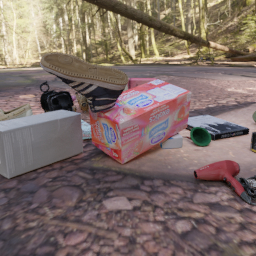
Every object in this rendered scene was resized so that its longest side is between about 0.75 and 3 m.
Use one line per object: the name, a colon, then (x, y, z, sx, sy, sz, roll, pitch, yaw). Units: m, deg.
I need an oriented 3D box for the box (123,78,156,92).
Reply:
box: (0.693, -2.389, 17.416, 2.106, 1.347, 1.147, 0, 16, 0)

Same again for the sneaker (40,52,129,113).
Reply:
sneaker: (-1.190, -1.109, 7.241, 2.191, 1.188, 0.768, 13, 50, -12)

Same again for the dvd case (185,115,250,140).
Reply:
dvd case: (3.329, -0.071, 11.332, 1.779, 0.293, 2.367, -8, 18, -25)

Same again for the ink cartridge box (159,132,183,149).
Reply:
ink cartridge box: (1.383, 0.333, 9.586, 0.702, 0.412, 0.959, -4, 23, -8)

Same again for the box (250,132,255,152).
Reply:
box: (5.599, 0.618, 8.235, 2.322, 0.717, 2.907, -10, 19, -27)

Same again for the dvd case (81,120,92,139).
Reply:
dvd case: (-2.562, 0.028, 10.941, 2.057, 0.310, 2.817, -8, 18, -26)

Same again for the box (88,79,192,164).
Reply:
box: (0.441, -0.331, 8.791, 2.994, 1.417, 1.536, -26, 39, -35)

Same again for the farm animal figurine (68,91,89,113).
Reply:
farm animal figurine: (-2.633, -1.241, 14.201, 2.305, 1.159, 1.861, -20, 6, -42)

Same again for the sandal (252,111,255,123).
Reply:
sandal: (5.693, -0.395, 11.040, 0.678, 0.944, 2.376, 34, 11, -14)

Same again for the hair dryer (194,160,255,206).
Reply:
hair dryer: (2.475, 1.180, 6.676, 1.795, 0.488, 1.367, 7, 19, 26)

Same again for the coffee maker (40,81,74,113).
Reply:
coffee maker: (-3.150, -1.129, 11.935, 1.174, 1.674, 1.743, -45, 22, -18)

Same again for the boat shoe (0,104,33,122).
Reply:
boat shoe: (-5.059, -0.386, 11.181, 2.441, 0.793, 0.881, -16, 22, -17)

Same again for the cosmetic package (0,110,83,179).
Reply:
cosmetic package: (-2.562, 0.341, 8.048, 1.136, 1.346, 2.520, 12, 18, 37)

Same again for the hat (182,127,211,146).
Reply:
hat: (2.428, 0.442, 9.925, 0.741, 0.788, 0.895, -9, 58, -14)
